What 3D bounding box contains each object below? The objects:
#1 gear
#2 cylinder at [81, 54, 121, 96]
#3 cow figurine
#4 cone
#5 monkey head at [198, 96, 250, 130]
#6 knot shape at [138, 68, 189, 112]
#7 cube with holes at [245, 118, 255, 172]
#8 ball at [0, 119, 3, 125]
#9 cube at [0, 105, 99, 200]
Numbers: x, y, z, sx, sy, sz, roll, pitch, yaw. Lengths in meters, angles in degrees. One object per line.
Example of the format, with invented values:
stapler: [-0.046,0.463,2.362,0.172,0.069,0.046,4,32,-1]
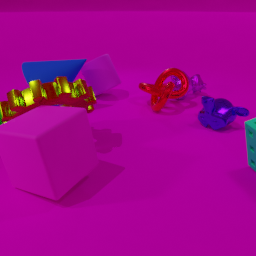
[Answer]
gear: [-1.734,-0.447,6.211,2.032,0.376,2.032,-17,-15,-5]
cylinder: [-0.934,-1.807,9.601,1.091,1.091,1.091,-25,11,5]
cow figurine: [2.042,-1.407,9.661,1.276,0.712,1.297,35,62,-13]
cone: [-1.905,-1.607,8.214,1.634,1.627,1.627,-29,25,6]
monkey head: [2.325,-0.525,7.320,0.881,1.052,1.462,-39,36,-24]
knot shape: [1.175,-1.257,8.659,1.455,0.718,1.555,-29,37,-2]
cube with holes: [2.906,0.364,5.020,1.050,1.050,1.050,-21,29,-4]
ball: [-3.303,-0.020,6.249,1.016,1.016,1.016,0,25,0]
cube: [-1.407,0.360,4.960,1.168,1.168,1.168,6,28,32]
